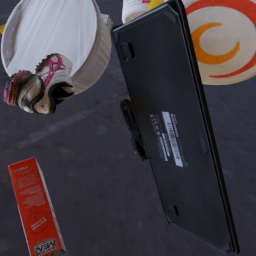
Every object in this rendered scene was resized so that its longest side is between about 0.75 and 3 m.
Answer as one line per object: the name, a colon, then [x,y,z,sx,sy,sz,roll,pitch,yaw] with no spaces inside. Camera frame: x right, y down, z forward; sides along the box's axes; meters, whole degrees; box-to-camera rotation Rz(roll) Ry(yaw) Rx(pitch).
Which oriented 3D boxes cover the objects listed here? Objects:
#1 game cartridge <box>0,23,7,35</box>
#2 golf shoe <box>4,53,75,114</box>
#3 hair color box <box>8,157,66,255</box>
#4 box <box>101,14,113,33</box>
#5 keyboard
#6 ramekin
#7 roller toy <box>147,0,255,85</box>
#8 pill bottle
game cartridge: [-2.477,-2.292,6.859,0.977,0.861,0.159,-37,27,-11]
golf shoe: [-0.976,-0.558,3.675,0.648,0.511,1.407,23,32,-1]
hair color box: [-0.772,0.698,2.387,0.243,0.403,0.795,-19,66,-16]
box: [-1.374,-2.769,7.917,1.692,0.509,0.987,15,89,10]
keyboard: [0.476,0.061,3.418,0.355,2.764,1.659,-24,16,-28]
ramekin: [-1.453,-1.799,6.092,2.392,1.114,2.392,-4,79,21]
roller toy: [1.998,-2.402,6.142,2.537,2.781,1.943,37,50,-23]
pill bottle: [0.763,-4.694,8.782,1.690,1.690,2.968,4,85,4]
